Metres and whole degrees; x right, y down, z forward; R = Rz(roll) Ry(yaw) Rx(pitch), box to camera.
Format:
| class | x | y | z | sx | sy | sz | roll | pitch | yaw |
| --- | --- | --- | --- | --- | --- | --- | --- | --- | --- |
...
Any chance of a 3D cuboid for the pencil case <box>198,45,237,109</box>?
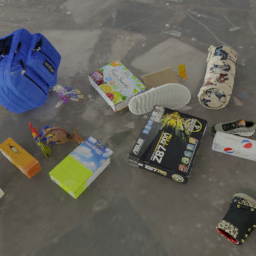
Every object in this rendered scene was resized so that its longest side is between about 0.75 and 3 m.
| class | x | y | z | sx | sy | sz | roll | pitch | yaw |
| --- | --- | --- | --- | --- | --- | --- | --- | --- | --- |
| pencil case | 3.708 | -2.144 | 11.632 | 1.337 | 1.163 | 2.989 | 22 | 55 | 1 |

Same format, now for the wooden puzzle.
| class | x | y | z | sx | sy | sz | roll | pitch | yaw |
| --- | --- | --- | --- | --- | --- | --- | --- | --- | --- |
| wooden puzzle | 1.443 | -1.958 | 11.983 | 2.355 | 0.275 | 1.589 | -13 | 51 | 4 |

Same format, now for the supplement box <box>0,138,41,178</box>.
| class | x | y | z | sx | sy | sz | roll | pitch | yaw |
| --- | --- | --- | --- | --- | --- | --- | --- | --- | --- |
| supplement box | -3.734 | 1.011 | 9.644 | 1.590 | 0.547 | 0.529 | 34 | 59 | 22 |

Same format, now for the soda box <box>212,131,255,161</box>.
| class | x | y | z | sx | sy | sz | roll | pitch | yaw |
| --- | --- | --- | --- | --- | --- | --- | --- | --- | --- |
| soda box | 3.860 | 0.641 | 9.936 | 1.577 | 0.502 | 0.537 | 15 | 54 | 10 |

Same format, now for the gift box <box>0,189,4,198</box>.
| class | x | y | z | sx | sy | sz | roll | pitch | yaw |
| --- | --- | --- | --- | --- | --- | --- | --- | --- | --- |
| gift box | -5.086 | 1.963 | 8.171 | 1.924 | 1.797 | 1.776 | -45 | 64 | -7 |

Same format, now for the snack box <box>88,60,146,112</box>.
| class | x | y | z | sx | sy | sz | roll | pitch | yaw |
| --- | --- | --- | --- | --- | --- | --- | --- | --- | --- |
| snack box | -0.461 | -1.797 | 11.681 | 1.522 | 0.567 | 2.140 | -31 | 57 | -16 |

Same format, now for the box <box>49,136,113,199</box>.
| class | x | y | z | sx | sy | sz | roll | pitch | yaw |
| --- | --- | --- | --- | --- | --- | --- | --- | --- | --- |
| box | -1.528 | 1.270 | 9.473 | 1.183 | 0.462 | 1.939 | 32 | 59 | 22 |

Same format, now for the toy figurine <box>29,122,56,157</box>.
| class | x | y | z | sx | sy | sz | roll | pitch | yaw |
| --- | --- | --- | --- | --- | --- | --- | --- | --- | --- |
| toy figurine | -2.890 | 0.263 | 10.116 | 0.857 | 0.754 | 1.430 | -25 | 57 | -24 |

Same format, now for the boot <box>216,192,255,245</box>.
| class | x | y | z | sx | sy | sz | roll | pitch | yaw |
| --- | --- | --- | --- | --- | --- | --- | --- | --- | --- |
| boot | 3.673 | 2.903 | 8.105 | 1.911 | 0.690 | 1.443 | 32 | 61 | 28 |

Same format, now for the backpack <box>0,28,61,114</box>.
| class | x | y | z | sx | sy | sz | roll | pitch | yaw |
| --- | --- | --- | --- | --- | --- | --- | --- | --- | --- |
| backpack | -3.946 | -2.138 | 10.671 | 2.335 | 2.261 | 2.783 | -13 | 54 | 27 |

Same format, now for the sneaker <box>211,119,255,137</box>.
| class | x | y | z | sx | sy | sz | roll | pitch | yaw |
| --- | --- | --- | --- | --- | --- | --- | --- | --- | --- |
| sneaker | 3.911 | -0.049 | 10.377 | 1.652 | 0.655 | 0.611 | -4 | 54 | -2 |

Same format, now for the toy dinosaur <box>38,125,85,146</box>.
| class | x | y | z | sx | sy | sz | roll | pitch | yaw |
| --- | --- | --- | --- | --- | --- | --- | --- | --- | --- |
| toy dinosaur | -2.324 | 0.213 | 9.869 | 1.054 | 1.556 | 0.668 | -15 | 72 | 37 |

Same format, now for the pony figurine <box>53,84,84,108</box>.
| class | x | y | z | sx | sy | sz | roll | pitch | yaw |
| --- | --- | --- | --- | --- | --- | --- | --- | --- | --- |
| pony figurine | -2.491 | -1.335 | 11.344 | 1.127 | 0.938 | 1.088 | 8 | 21 | 10 |

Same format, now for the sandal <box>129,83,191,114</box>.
| class | x | y | z | sx | sy | sz | roll | pitch | yaw |
| --- | --- | --- | --- | --- | --- | --- | --- | --- | --- |
| sandal | 1.235 | -1.215 | 11.233 | 2.554 | 1.039 | 0.628 | -10 | 15 | -8 |

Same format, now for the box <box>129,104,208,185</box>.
| class | x | y | z | sx | sy | sz | roll | pitch | yaw |
| --- | --- | --- | --- | --- | --- | --- | --- | --- | --- |
| box | 1.476 | 0.486 | 9.970 | 2.094 | 0.638 | 2.597 | 19 | 54 | 17 |
